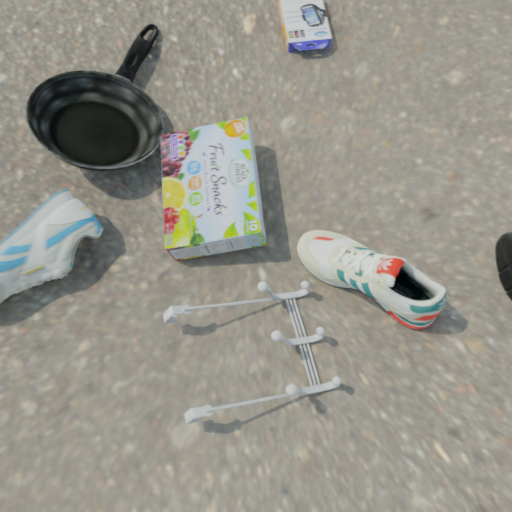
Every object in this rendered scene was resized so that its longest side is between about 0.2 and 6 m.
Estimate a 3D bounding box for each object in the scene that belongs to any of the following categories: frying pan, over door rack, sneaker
[{"bbox_3d":[-3.072,-3.162,10.827,2.451,0.659,4.051,3,57,-19],"label":"frying pan"},{"bbox_3d":[-0.058,1.420,8.710,2.477,0.825,1.830,-10,65,-13],"label":"over door rack"},{"bbox_3d":[1.907,0.183,9.169,2.650,1.239,0.933,32,70,12],"label":"sneaker"},{"bbox_3d":[-3.726,0.108,9.360,1.033,0.979,2.559,43,81,-7],"label":"sneaker"},{"bbox_3d":[5.058,0.507,9.371,1.329,0.872,2.309,-21,75,-18],"label":"sneaker"}]

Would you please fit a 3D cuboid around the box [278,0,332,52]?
[{"bbox_3d":[1.039,-4.951,11.969,0.944,0.329,1.585,-6,69,-3],"label":"box"}]

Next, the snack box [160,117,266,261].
[{"bbox_3d":[-0.793,-1.209,9.992,1.690,0.630,2.376,-10,66,6],"label":"snack box"}]
